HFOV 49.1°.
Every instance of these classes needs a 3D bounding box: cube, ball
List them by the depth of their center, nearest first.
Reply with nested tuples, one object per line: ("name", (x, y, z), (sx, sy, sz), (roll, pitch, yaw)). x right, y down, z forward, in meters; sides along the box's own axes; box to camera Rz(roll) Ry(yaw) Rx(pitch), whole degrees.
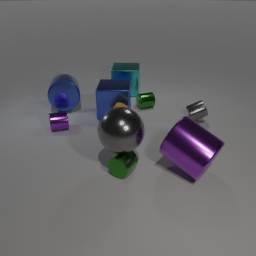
("ball", (-0.204, 0.072, 8.316), (1.400, 1.400, 1.400), (0, 28, 0))
("cube", (-0.593, -1.240, 12.212), (1.400, 1.400, 1.400), (1, 28, 2))
("cube", (-0.112, -2.541, 14.638), (1.400, 1.400, 1.400), (1, 29, 3))

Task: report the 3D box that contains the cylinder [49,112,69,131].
("cylinder", (-2.748, -0.273, 11.144), (0.700, 0.700, 0.700), (-7, 29, -14))

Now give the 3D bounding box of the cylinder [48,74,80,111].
("cylinder", (-2.915, -1.654, 12.836), (1.400, 1.400, 1.400), (-5, 23, -9))

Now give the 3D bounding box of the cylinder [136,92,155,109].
("cylinder", (0.822, -1.284, 13.036), (0.700, 0.700, 0.700), (-10, 30, -17))

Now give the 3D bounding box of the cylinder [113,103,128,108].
("cylinder", (-0.364, -0.528, 11.094), (0.700, 0.700, 0.700), (27, 36, -21))

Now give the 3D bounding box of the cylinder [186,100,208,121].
("cylinder", (2.849, -0.705, 11.591), (0.700, 0.700, 0.700), (-23, 27, 8))

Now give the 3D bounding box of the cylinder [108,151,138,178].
("cylinder", (-0.151, 1.072, 8.616), (0.700, 0.700, 0.700), (15, 32, 26))

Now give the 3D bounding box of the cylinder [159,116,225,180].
("cylinder", (1.894, 0.589, 8.373), (1.400, 1.400, 1.400), (38, 42, 19))
